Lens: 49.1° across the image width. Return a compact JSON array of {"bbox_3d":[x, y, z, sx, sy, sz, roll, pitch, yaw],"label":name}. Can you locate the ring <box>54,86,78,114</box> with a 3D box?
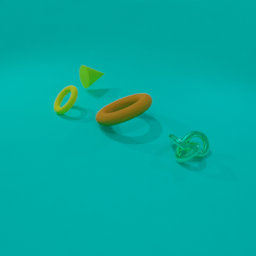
[{"bbox_3d":[-2.146,-0.973,9.649,1.110,0.222,1.110,-25,48,31],"label":"ring"}]

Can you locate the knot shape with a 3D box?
[{"bbox_3d":[1.737,0.471,7.719,1.093,0.539,1.168,-9,34,-12],"label":"knot shape"}]

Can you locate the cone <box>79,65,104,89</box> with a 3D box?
[{"bbox_3d":[-1.306,-2.062,10.966,0.902,0.899,0.899,-16,36,-30],"label":"cone"}]

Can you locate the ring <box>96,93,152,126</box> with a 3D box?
[{"bbox_3d":[-0.133,-0.601,8.886,1.894,0.379,1.894,-20,18,7],"label":"ring"}]
